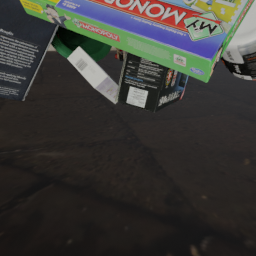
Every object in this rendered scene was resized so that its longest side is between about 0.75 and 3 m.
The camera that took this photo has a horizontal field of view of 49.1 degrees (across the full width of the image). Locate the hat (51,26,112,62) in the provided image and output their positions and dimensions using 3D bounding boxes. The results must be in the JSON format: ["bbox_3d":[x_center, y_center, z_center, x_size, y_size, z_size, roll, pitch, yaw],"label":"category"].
[{"bbox_3d":[-1.969,-3.158,9.200,2.254,2.721,2.395,1,-5,-31],"label":"hat"}]

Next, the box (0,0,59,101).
[{"bbox_3d":[-3.359,-2.748,7.434,1.754,2.782,2.830,10,38,-43],"label":"box"}]

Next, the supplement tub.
[{"bbox_3d":[2.556,-1.897,5.821,1.471,1.471,2.400,13,-3,33],"label":"supplement tub"}]

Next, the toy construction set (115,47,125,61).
[{"bbox_3d":[-0.340,-3.592,11.044,1.624,1.354,1.248,38,-4,24],"label":"toy construction set"}]

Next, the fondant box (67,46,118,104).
[{"bbox_3d":[-0.714,-1.233,6.833,1.053,0.425,1.459,48,6,18],"label":"fondant box"}]

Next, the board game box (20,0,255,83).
[{"bbox_3d":[0.159,-1.766,3.477,2.619,0.381,1.762,26,69,20],"label":"board game box"}]

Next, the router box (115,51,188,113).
[{"bbox_3d":[0.811,-1.594,6.060,0.861,2.076,2.770,17,17,17],"label":"router box"}]
